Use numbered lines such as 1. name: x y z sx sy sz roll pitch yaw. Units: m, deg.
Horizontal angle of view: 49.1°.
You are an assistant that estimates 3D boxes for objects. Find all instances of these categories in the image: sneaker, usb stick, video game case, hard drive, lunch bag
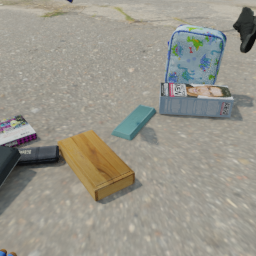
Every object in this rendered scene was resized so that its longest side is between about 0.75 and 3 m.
1. sneaker: 2.796 -2.354 6.734 0.632 0.364 1.213 24 82 39
2. usb stick: -3.164 0.860 8.364 2.238 0.365 0.621 -5 48 -6
3. video game case: -4.160 0.191 9.473 1.680 0.301 1.523 -23 40 -31
4. hard drive: -4.258 1.442 7.092 1.904 0.449 2.729 7 43 11
5. lunch bag: 2.701 -2.776 11.658 2.245 2.793 1.152 14 37 16

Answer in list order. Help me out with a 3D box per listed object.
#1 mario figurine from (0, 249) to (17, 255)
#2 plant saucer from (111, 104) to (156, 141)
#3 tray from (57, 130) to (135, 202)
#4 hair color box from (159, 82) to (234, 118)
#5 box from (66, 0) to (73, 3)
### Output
1. mario figurine: -2.641 2.932 5.330 0.723 0.621 1.171 -26 11 27
2. plant saucer: 0.269 -0.287 10.308 0.789 0.214 2.257 16 36 23
3. tray: -1.007 0.955 8.191 1.230 0.462 2.494 -20 39 -27
4. hair color box: 2.592 -1.125 11.005 2.689 0.815 1.331 4 33 5
5. box: -2.047 -3.942 7.976 0.667 0.178 1.101 28 8 7
